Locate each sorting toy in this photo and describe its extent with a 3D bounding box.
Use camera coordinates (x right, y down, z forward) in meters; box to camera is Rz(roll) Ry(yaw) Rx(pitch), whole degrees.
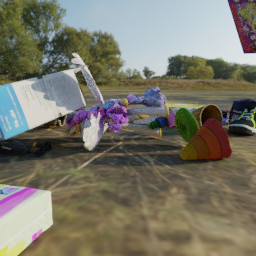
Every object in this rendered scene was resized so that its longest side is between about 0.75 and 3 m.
[{"bbox_3d":[0.988,0.130,5.502,0.781,0.786,2.268,-25,22,-12],"label":"sorting toy"}]

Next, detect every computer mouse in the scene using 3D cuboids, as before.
[{"bbox_3d":[-2.035,0.327,5.382,1.117,0.257,0.784,2,10,8],"label":"computer mouse"}]

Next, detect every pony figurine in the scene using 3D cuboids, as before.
[{"bbox_3d":[-0.354,-0.314,5.895,2.263,1.884,2.184,-4,-23,-4],"label":"pony figurine"}]

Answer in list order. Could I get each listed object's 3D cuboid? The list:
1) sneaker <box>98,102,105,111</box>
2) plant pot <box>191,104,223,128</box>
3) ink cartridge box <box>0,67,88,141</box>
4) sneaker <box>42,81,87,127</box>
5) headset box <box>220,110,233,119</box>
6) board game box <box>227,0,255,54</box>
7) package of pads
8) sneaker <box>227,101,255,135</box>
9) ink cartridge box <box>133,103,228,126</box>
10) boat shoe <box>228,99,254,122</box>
[{"bbox_3d":[-1.128,-0.807,11.536,0.587,0.505,1.386,0,10,-13],"label":"sneaker"},{"bbox_3d":[1.965,-0.230,7.544,0.768,0.768,0.825,-5,2,-27],"label":"plant pot"},{"bbox_3d":[-2.044,-0.504,5.963,1.557,0.910,2.684,-12,12,36],"label":"ink cartridge box"},{"bbox_3d":[-2.431,-0.412,8.195,2.893,1.093,1.019,-20,8,32],"label":"sneaker"},{"bbox_3d":[3.598,-0.517,10.463,0.559,0.282,0.752,8,12,42],"label":"headset box"},{"bbox_3d":[3.509,-3.088,7.870,0.334,2.069,1.242,-32,22,-9],"label":"board game box"},{"bbox_3d":[-1.301,0.782,2.077,0.949,0.419,1.228,3,10,17],"label":"package of pads"},{"bbox_3d":[3.209,-0.315,7.530,0.713,0.824,1.989,7,12,37],"label":"sneaker"},{"bbox_3d":[1.859,-0.472,9.369,2.576,0.605,2.546,3,9,27],"label":"ink cartridge box"},{"bbox_3d":[4.080,-0.506,8.789,1.722,0.798,0.643,3,10,20],"label":"boat shoe"}]
